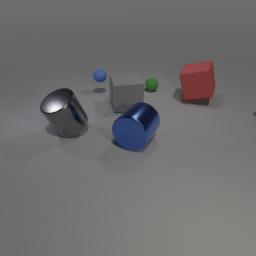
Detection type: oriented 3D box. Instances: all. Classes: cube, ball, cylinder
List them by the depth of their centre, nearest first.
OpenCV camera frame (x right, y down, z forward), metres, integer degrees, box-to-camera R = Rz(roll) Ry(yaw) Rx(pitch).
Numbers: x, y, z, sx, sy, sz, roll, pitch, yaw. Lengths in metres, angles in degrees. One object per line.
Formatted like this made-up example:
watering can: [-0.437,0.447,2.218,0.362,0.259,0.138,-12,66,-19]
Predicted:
cylinder: [0.322,-0.078,10.479,1.400,1.400,1.400,13,32,22]
cylinder: [-2.471,-0.591,10.953,1.400,1.400,1.400,-13,45,13]
cube: [-0.080,-1.689,13.260,1.400,1.400,1.400,-5,32,-9]
cube: [3.434,-2.328,13.711,1.400,1.400,1.400,-3,29,25]
ball: [-1.455,-2.706,14.462,0.700,0.700,0.700,0,30,0]
ball: [1.287,-2.358,15.154,0.700,0.700,0.700,0,30,0]
